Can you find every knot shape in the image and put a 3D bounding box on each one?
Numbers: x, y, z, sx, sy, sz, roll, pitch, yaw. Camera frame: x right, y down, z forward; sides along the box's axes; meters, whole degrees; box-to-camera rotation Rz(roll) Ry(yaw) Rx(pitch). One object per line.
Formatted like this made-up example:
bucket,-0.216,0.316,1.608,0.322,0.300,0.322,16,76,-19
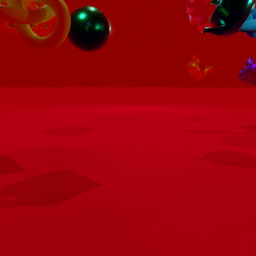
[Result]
knot shape,-1.361,-1.831,3.989,1.258,1.177,0.581,23,-15,-16
knot shape,3.245,-3.154,7.664,1.872,1.752,0.865,34,-39,-14

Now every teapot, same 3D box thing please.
teapot,2.126,-2.492,5.971,0.826,1.687,1.049,31,-16,2

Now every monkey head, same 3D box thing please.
monkey head,2.831,-2.345,10.946,0.894,0.749,1.243,-21,-23,8

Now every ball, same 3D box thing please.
ball,-1.255,-3.114,8.862,1.390,1.390,1.390,0,9,0

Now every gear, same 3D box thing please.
gear,2.829,-3.835,8.923,1.765,1.765,0.326,2,-17,14

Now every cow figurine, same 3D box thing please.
cow figurine,3.802,-1.674,8.627,1.339,0.747,1.361,14,7,-21

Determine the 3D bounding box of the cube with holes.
cube with holes,-1.917,-2.186,5.383,0.797,0.797,0.797,20,19,-38
